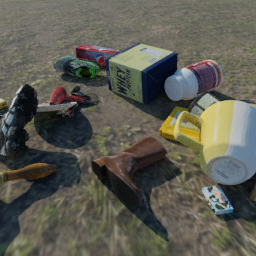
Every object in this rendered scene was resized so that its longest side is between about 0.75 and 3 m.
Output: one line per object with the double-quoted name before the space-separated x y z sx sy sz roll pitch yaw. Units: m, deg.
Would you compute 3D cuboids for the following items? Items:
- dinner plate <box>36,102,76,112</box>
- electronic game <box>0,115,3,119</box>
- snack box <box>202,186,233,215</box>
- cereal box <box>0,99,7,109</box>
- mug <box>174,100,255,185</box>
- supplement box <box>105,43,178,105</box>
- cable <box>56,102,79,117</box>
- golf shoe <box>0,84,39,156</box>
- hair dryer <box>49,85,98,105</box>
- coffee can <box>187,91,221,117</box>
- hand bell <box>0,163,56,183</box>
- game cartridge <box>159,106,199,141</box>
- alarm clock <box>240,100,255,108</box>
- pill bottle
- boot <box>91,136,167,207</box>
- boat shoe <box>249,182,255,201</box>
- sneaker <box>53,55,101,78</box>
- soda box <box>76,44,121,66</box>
"dinner plate" -3.340 -0.910 12.049 2.290 0.278 2.290 -4 9 1
"electronic game" -5.356 0.112 10.883 1.881 0.391 1.881 4 42 -4
"snack box" 2.607 2.092 8.191 0.532 0.170 0.915 -6 34 -9
"cereal box" -6.491 -1.119 12.881 1.491 0.295 1.073 19 38 26
"mug" 2.954 0.603 8.955 2.654 2.126 2.179 -3 37 25
"supplement box" 0.694 -2.797 13.929 2.549 1.713 2.551 26 47 34
"cable" -2.523 -0.862 12.436 0.670 0.347 1.380 9 36 23
"golf shoe" -4.192 -0.357 10.223 1.333 1.097 2.821 -4 63 24
"hair dryer" -2.722 -1.509 13.093 2.306 0.626 1.756 -26 40 -38
"coffee can" 3.241 -0.355 10.368 1.297 1.297 1.773 -28 58 -35
"hand bell" -3.601 1.467 8.444 2.917 1.519 1.519 -7 32 -32
"game cartridge" 2.445 -0.105 11.332 1.848 0.340 2.097 15 36 21
"alarm clock" 4.861 -0.393 11.373 1.581 0.780 2.344 29 41 35
"pill bottle" 3.136 -2.250 13.462 2.712 1.532 1.532 -23 40 -30
"boot" 0.500 1.202 9.016 2.607 0.837 2.430 -19 37 -33
"boat shoe" 4.523 1.436 8.634 0.780 0.912 2.490 26 51 27
"sneaker" -2.915 -3.366 15.596 2.664 1.039 1.135 7 35 9
"soda box" -1.861 -4.506 17.438 2.754 0.873 0.964 15 35 22
